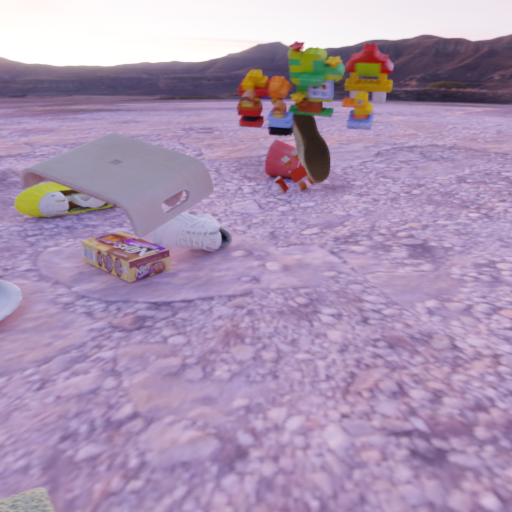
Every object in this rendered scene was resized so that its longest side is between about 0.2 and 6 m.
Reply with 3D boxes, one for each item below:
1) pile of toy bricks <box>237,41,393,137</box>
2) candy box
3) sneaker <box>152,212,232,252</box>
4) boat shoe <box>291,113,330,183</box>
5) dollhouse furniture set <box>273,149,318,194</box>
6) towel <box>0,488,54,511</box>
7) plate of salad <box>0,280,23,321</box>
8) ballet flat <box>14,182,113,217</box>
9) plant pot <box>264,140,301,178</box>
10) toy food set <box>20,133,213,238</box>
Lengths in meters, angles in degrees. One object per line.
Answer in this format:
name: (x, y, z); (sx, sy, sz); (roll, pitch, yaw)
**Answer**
pile of toy bricks: (1.024, -3.504, 11.094); (3.167, 1.563, 1.757); (7, 49, 15)
candy box: (-2.620, -0.006, 11.200); (1.682, 0.475, 0.981); (17, 26, 41)
sneaker: (-1.253, -0.472, 11.793); (1.026, 0.804, 2.065); (25, 21, 33)
boat shoe: (1.213, -2.579, 12.978); (0.663, 1.817, 0.572); (-24, 10, -6)
dollhouse furniture set: (1.163, -2.390, 16.895); (1.185, 1.198, 0.617); (-36, 26, 2)
towel: (-2.116, 2.607, 4.306); (1.418, 0.349, 1.912); (-9, 22, -26)
plate of salad: (-5.155, 0.737, 8.977); (2.610, 0.627, 2.610); (1, 20, 0)
ballet flat: (-4.880, -1.469, 14.694); (2.648, 0.885, 0.888); (-12, 32, -34)
plant pot: (1.050, -3.179, 18.929); (1.127, 1.274, 1.274); (19, 26, 20)
toy food set: (-2.258, -1.170, 9.124); (2.595, 0.784, 1.862); (20, 38, 26)
